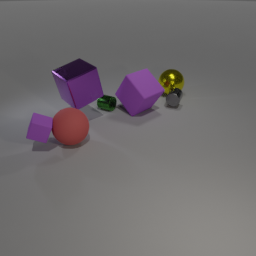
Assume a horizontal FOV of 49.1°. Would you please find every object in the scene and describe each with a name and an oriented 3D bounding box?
[{"bbox_3d":[-2.155,-0.061,10.479,1.400,1.400,1.400,0,28,0],"label":"ball"},{"bbox_3d":[0.528,-1.650,12.933,1.400,1.400,1.400,-26,73,-38],"label":"cube"},{"bbox_3d":[-3.101,-0.006,9.847,0.700,0.700,0.700,17,28,-22],"label":"cube"},{"bbox_3d":[-2.071,-1.842,11.649,1.400,1.400,1.400,-32,43,-23],"label":"cube"},{"bbox_3d":[-1.015,-1.219,13.441,0.700,0.700,0.700,16,32,26],"label":"cylinder"},{"bbox_3d":[2.266,-1.518,13.673,0.700,0.700,0.700,11,36,19],"label":"cylinder"},{"bbox_3d":[2.308,-2.444,14.964,1.400,1.400,1.400,0,28,0],"label":"ball"}]
